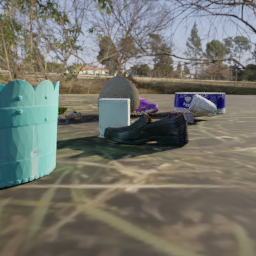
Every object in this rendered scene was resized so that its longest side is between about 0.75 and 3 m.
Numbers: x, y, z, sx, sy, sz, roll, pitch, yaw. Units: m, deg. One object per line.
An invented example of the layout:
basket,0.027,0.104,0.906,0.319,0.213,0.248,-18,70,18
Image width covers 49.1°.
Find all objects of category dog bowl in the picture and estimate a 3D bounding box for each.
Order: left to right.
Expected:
dog bowl,3.610,-1.278,14.163,2.524,0.994,2.524,0,9,0

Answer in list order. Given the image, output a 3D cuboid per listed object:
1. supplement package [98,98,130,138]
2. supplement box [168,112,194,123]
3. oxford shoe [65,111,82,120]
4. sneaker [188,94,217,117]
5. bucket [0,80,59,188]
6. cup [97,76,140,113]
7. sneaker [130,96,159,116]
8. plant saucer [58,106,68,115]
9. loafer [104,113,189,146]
supplement package,-0.345,-0.268,7.336,0.770,0.988,0.548,1,8,5
supplement box,1.975,-0.405,10.561,0.576,0.322,1.058,-3,8,-16
oxford shoe,-2.216,-0.538,11.401,0.908,0.335,0.322,5,10,33
sneaker,3.115,-0.802,11.534,1.115,0.948,2.520,19,10,10
bucket,-2.083,-0.017,4.271,2.157,1.403,2.157,0,8,0
cup,-0.563,-1.126,11.769,1.753,1.753,1.254,6,33,33
sneaker,0.297,-1.243,13.278,1.093,1.201,2.717,-6,11,-42
plant saucer,-3.783,-0.815,13.248,1.445,0.346,1.442,-8,12,-41
loafer,0.402,-0.004,6.488,1.977,0.715,0.720,0,9,8
